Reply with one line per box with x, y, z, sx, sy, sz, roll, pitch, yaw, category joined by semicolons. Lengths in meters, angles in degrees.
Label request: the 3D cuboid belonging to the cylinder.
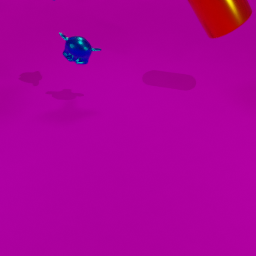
2.502;-3.376;7.670;1.303;1.303;1.303;-32;24;17;cylinder

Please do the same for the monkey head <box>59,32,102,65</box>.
-1.332;-2.159;7.600;1.182;0.712;0.850;19;26;-10;monkey head
